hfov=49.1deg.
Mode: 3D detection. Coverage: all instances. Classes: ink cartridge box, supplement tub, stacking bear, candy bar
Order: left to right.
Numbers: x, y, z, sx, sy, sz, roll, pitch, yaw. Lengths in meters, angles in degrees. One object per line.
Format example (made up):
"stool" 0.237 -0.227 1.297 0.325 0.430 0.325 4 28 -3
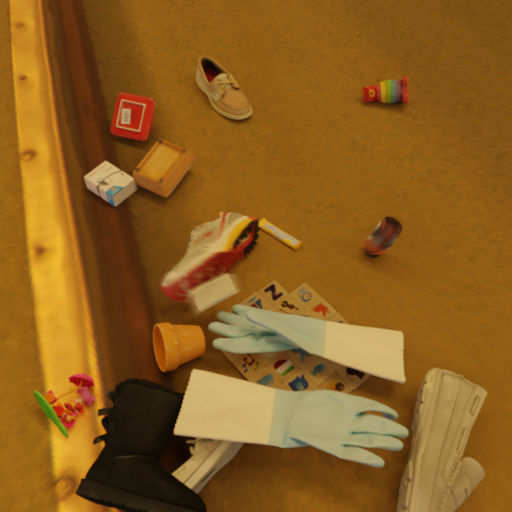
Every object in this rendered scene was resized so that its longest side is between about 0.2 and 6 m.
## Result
"ink cartridge box" -3.302 -1.637 12.698 0.941 0.404 0.689 33 61 20
"candy bar" 0.503 -0.467 12.010 1.119 0.124 0.279 33 57 24
"supplement tub" 2.543 -0.348 11.360 0.477 0.892 0.477 15 45 -16
"stacking bear" 3.315 -4.221 14.459 1.114 0.676 0.633 -4 17 9

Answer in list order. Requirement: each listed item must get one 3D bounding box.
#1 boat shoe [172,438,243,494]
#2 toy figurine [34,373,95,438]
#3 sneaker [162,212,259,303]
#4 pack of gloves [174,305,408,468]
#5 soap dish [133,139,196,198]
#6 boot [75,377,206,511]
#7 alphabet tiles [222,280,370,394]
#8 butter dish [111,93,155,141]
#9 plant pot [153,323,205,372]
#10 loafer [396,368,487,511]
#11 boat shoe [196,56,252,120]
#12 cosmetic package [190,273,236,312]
"boat shoe" -0.868 3.210 9.127 0.709 0.614 1.662 37 72 28
"toy figurine" -3.156 2.468 9.663 0.901 0.735 0.978 -35 83 -33
"sneaker" -1.002 -0.004 11.242 1.032 0.978 2.512 23 48 28
"pack of gloves" 0.760 1.833 9.337 3.622 0.715 3.043 8 35 5
"soap dish" -2.109 -2.027 12.712 0.984 0.508 1.251 26 70 19
"boot" -1.580 3.025 8.799 2.363 0.874 1.936 3 55 25
"alphabet tiles" 0.706 1.673 10.500 2.239 0.085 2.691 -34 61 -22
"butter dish" -2.911 -3.370 13.778 1.039 0.770 1.042 15 97 14
"plant pot" -1.377 1.602 10.153 0.785 0.858 0.858 -7 53 -24
"loafer" 2.909 3.318 8.650 1.165 1.167 3.337 15 57 14
"boat shoe" -0.897 -4.349 14.440 0.833 0.747 2.250 -31 60 -20
"cosmetic package" -0.770 0.668 10.192 0.753 0.268 0.396 -25 78 -5
